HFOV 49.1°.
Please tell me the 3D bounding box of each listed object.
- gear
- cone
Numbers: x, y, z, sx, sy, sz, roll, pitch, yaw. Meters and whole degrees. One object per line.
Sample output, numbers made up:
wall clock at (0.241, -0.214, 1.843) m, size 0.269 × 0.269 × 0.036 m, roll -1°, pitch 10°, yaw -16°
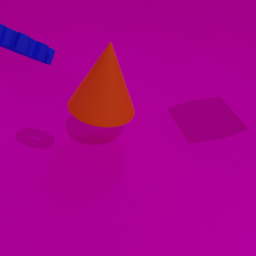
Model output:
gear at (-1.447, -1.070, 3.426) m, size 1.069 × 1.069 × 0.198 m, roll 23°, pitch 95°, yaw 20°
cone at (-0.489, -1.118, 6.195) m, size 1.593 × 1.599 × 1.593 m, roll 8°, pitch 35°, yaw -6°
